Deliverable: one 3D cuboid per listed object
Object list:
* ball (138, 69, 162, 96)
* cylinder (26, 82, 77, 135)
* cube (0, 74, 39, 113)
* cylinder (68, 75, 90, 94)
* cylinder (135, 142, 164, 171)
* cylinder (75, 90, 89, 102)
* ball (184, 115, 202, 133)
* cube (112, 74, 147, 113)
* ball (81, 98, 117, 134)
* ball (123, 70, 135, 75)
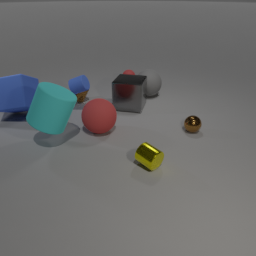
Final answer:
[{"bbox_3d":[1.059,-2.353,14.630,1.400,1.400,1.400,0,28,0],"label":"ball"},{"bbox_3d":[-2.713,-0.706,9.964,1.400,1.400,1.400,24,19,-9],"label":"cylinder"},{"bbox_3d":[-4.799,-1.460,12.215,1.400,1.400,1.400,-7,0,12],"label":"cube"},{"bbox_3d":[-2.170,-1.930,12.465,0.700,0.700,0.700,-15,23,20],"label":"cylinder"},{"bbox_3d":[0.698,0.919,9.127,0.700,0.700,0.700,32,41,33],"label":"cylinder"},{"bbox_3d":[-2.406,-1.764,14.024,0.700,0.700,0.700,25,21,-10],"label":"cylinder"},{"bbox_3d":[2.603,-0.160,11.265,0.700,0.700,0.700,0,28,0],"label":"ball"},{"bbox_3d":[0.093,-1.678,13.352,1.400,1.400,1.400,7,28,12],"label":"cube"},{"bbox_3d":[-1.146,-0.476,11.128,1.400,1.400,1.400,0,28,0],"label":"ball"},{"bbox_3d":[0.045,-2.777,15.013,0.700,0.700,0.700,0,28,0],"label":"ball"}]
